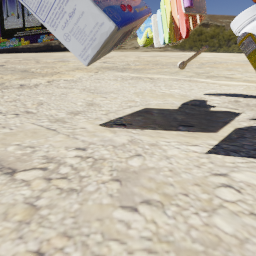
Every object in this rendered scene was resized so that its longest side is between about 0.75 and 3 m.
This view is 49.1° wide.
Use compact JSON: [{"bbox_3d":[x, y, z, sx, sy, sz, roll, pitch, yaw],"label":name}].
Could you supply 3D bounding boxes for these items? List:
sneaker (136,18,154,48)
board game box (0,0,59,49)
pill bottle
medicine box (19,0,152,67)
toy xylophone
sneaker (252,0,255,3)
[{"bbox_3d":[1.196,-4.521,12.219,2.187,1.149,0.828,-28,-1,29],"label":"sneaker"},{"bbox_3d":[-3.189,-3.734,8.542,0.761,2.219,2.685,20,30,24],"label":"board game box"},{"bbox_3d":[3.736,-2.307,7.683,1.111,1.944,1.111,-26,-10,-5],"label":"pill bottle"},{"bbox_3d":[-0.967,-2.975,6.544,1.248,2.424,2.208,-41,7,38],"label":"medicine box"},{"bbox_3d":[1.362,-2.794,7.447,0.730,2.128,2.907,-7,-8,-8],"label":"toy xylophone"},{"bbox_3d":[2.781,-2.787,5.613,0.894,0.501,0.347,1,60,-10],"label":"sneaker"}]
